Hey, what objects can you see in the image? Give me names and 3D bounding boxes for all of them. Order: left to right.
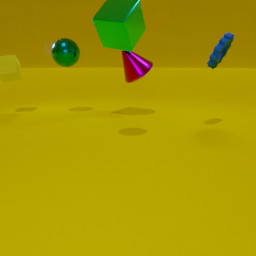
[{"bbox_3d":[-4.648,-2.319,10.927,0.747,0.747,0.747,-9,-9,-10],"label":"cube"},{"bbox_3d":[-2.356,-2.846,10.606,1.072,1.072,1.072,0,13,0],"label":"ball"},{"bbox_3d":[-0.259,-3.504,9.462,1.206,1.206,1.206,17,63,25],"label":"cube"},{"bbox_3d":[0.080,-2.499,10.168,1.216,1.220,1.216,-29,29,18],"label":"cone"},{"bbox_3d":[2.692,-2.233,8.139,0.196,1.062,1.062,36,27,18],"label":"gear"}]
